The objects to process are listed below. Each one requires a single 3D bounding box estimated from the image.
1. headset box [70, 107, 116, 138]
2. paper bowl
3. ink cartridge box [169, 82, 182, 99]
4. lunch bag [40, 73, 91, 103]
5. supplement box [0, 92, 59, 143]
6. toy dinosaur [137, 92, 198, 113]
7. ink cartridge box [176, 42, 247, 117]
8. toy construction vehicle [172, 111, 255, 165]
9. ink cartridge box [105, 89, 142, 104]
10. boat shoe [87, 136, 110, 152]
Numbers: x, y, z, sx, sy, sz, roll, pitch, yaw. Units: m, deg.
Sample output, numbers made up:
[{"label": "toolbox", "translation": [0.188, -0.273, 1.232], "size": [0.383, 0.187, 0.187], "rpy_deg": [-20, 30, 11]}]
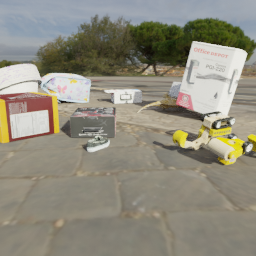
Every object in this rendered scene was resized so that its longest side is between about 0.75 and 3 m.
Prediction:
[{"label": "headset box", "translation": [-1.139, -0.207, 9.620], "size": [1.463, 0.739, 1.969], "rpy_deg": [-1, 13, -2]}, {"label": "paper bowl", "translation": [-6.027, -2.135, 14.819], "size": [2.962, 1.540, 2.962], "rpy_deg": [-22, 1, 0]}, {"label": "ink cartridge box", "translation": [3.375, -1.739, 14.805], "size": [1.516, 0.879, 2.093], "rpy_deg": [20, 3, -28]}, {"label": "lunch bag", "translation": [-3.915, -2.451, 17.062], "size": [2.808, 1.785, 2.381], "rpy_deg": [6, 12, -23]}, {"label": "supplement box", "translation": [-3.705, -0.462, 9.517], "size": [1.943, 1.290, 1.916], "rpy_deg": [-12, 18, -42]}, {"label": "toy dinosaur", "translation": [1.922, -1.231, 13.781], "size": [2.976, 0.866, 1.505], "rpy_deg": [0, 15, 1]}, {"label": "ink cartridge box", "translation": [3.410, -2.016, 11.668], "size": [2.027, 2.783, 1.180], "rpy_deg": [26, 19, 39]}, {"label": "toy construction vehicle", "translation": [2.728, 0.380, 7.373], "size": [2.472, 0.870, 2.152], "rpy_deg": [-12, 29, -32]}, {"label": "ink cartridge box", "translation": [-0.325, -1.908, 16.909], "size": [2.103, 0.713, 1.220], "rpy_deg": [-3, 14, -13]}, {"label": "boat shoe", "translation": [-0.815, 0.391, 7.942], "size": [0.358, 0.352, 0.993], "rpy_deg": [6, 14, 23]}]
